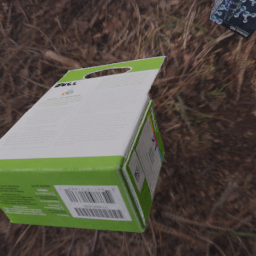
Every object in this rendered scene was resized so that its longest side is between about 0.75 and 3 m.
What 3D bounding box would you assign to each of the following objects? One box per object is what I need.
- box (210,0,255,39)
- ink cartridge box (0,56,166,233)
[{"bbox_3d":[2.528,-2.722,5.796,0.997,1.343,0.719,24,59,-9],"label":"box"},{"bbox_3d":[-0.509,0.019,4.500,2.157,1.106,2.919,-4,35,23],"label":"ink cartridge box"}]
